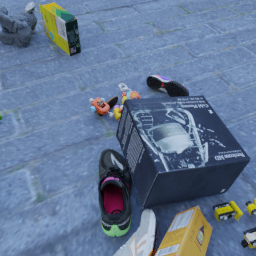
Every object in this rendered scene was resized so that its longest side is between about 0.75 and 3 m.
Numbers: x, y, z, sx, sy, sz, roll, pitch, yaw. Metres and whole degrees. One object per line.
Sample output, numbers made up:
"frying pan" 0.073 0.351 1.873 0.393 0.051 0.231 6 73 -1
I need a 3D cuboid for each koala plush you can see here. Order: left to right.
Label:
"koala plush" -5.224 -5.163 13.885 1.863 1.798 2.028 23 49 5

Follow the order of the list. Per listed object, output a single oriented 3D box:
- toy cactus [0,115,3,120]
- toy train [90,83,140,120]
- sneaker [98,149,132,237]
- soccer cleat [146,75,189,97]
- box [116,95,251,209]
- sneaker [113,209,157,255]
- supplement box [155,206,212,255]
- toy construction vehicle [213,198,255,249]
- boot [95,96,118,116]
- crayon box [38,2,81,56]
"toy cactus" -5.263 -0.333 9.973 1.393 0.712 1.149 -28 42 -13
"toy train" -0.371 -1.036 10.357 1.513 0.560 2.015 41 55 10
"sneaker" -0.339 1.558 7.754 1.022 1.116 2.663 -6 47 -6
"soccer cleat" 1.665 -1.669 11.093 1.972 0.672 0.722 27 33 34
"box" 1.373 0.540 8.019 2.711 1.680 2.665 -5 48 -20
"sneaker" 0.130 2.926 6.698 1.023 0.842 2.223 5 45 11
"supplement box" 1.245 2.631 6.225 0.722 0.746 2.170 58 31 1
"toy construction vehicle" 3.181 2.499 7.365 1.510 0.532 1.315 -11 37 -14
"boot" -0.835 -0.916 10.638 0.424 0.413 1.123 29 56 32
"crayon box" -3.287 -4.860 13.467 0.684 1.710 2.693 -30 54 -26
